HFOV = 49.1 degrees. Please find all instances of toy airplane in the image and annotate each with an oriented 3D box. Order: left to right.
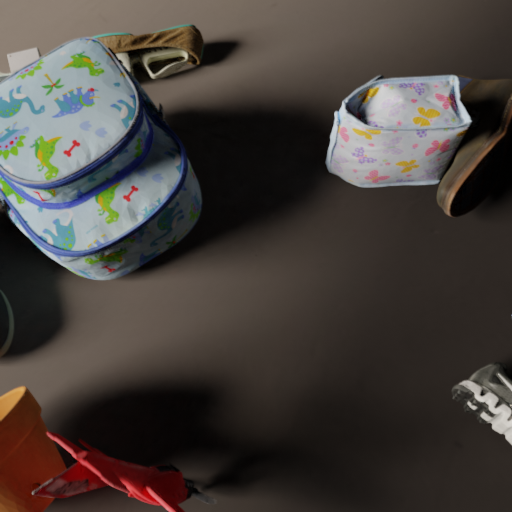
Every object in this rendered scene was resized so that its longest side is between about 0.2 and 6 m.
[{"bbox_3d":[-1.527,2.766,6.918,2.924,2.924,0.538,25,79,13],"label":"toy airplane"}]

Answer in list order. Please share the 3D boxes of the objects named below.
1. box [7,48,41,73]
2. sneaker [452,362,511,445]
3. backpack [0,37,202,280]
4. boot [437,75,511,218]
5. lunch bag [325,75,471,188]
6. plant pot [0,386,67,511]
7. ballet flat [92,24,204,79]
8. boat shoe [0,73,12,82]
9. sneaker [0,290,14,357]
[{"bbox_3d":[-4.846,-3.958,11.954,0.661,0.569,0.664,-17,62,-10],"label":"box"},{"bbox_3d":[4.137,2.462,8.195,1.073,0.788,2.372,-40,66,-18],"label":"sneaker"},{"bbox_3d":[-2.825,-1.542,9.408,3.213,2.580,3.511,-37,72,-10],"label":"backpack"},{"bbox_3d":[3.956,-2.227,10.774,1.779,1.372,3.671,26,60,32],"label":"boot"},{"bbox_3d":[2.450,-2.254,10.233,2.210,1.874,1.405,-5,63,-2],"label":"lunch bag"},{"bbox_3d":[-3.413,2.842,7.387,1.870,1.870,1.309,-41,104,-20],"label":"plant pot"},{"bbox_3d":[-2.451,-4.270,12.073,2.759,0.936,0.998,-11,80,-11],"label":"ballet flat"},{"bbox_3d":[-4.881,-3.301,11.347,2.410,0.877,0.744,4,44,11],"label":"boat shoe"},{"bbox_3d":[-5.086,0.181,8.923,1.239,1.760,3.313,-30,65,-16],"label":"sneaker"}]
